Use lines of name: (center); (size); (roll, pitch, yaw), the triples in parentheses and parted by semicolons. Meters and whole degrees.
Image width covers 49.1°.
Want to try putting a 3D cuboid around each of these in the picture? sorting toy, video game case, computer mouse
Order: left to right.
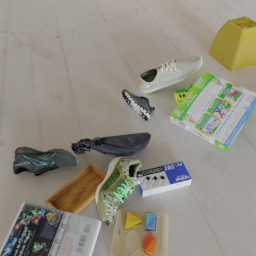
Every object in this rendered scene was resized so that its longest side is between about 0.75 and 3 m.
video game case: (-2.076, 3.221, 6.858); (2.244, 0.288, 2.469); (10, 55, 10)
computer mouse: (-0.449, 0.631, 9.067); (2.621, 1.815, 0.691); (-6, 83, -21)
sorting toy: (0.304, 3.026, 7.255); (1.478, 0.294, 1.999); (5, 45, 5)

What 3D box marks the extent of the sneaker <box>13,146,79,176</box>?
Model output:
sneaker: (-2.626, 1.143, 8.918); (2.159, 0.814, 0.856); (1, 59, 10)

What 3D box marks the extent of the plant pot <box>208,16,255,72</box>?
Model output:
plant pot: (5.206, -4.075, 13.157); (1.836, 1.878, 1.824); (-18, 48, -16)

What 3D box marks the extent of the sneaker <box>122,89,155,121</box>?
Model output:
sneaker: (0.431, -1.000, 10.770); (0.692, 0.508, 1.529); (-42, 81, -19)

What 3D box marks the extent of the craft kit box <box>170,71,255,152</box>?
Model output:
craft kit box: (3.158, -0.689, 10.215); (2.336, 0.574, 2.365); (33, 74, 24)

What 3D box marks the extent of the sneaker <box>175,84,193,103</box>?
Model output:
sneaker: (2.842, -1.517, 11.448); (1.917, 0.710, 0.801); (-4, 50, -4)

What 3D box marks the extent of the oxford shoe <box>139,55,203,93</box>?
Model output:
oxford shoe: (1.698, -2.332, 11.532); (2.842, 0.821, 1.069); (-22, 47, 9)

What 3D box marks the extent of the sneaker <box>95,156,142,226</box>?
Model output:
sneaker: (-0.190, 1.649, 7.962); (1.013, 0.879, 2.285); (-16, 38, 31)

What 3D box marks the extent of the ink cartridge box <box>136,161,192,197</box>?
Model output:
ink cartridge box: (1.087, 1.562, 8.662); (1.572, 0.348, 0.739); (-12, 47, -12)

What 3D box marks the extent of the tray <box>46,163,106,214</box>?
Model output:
tray: (-1.440, 1.909, 8.346); (0.882, 0.331, 1.789); (32, 54, 27)
